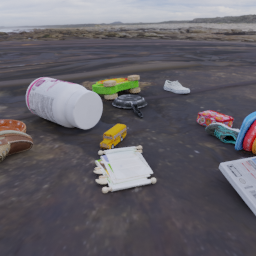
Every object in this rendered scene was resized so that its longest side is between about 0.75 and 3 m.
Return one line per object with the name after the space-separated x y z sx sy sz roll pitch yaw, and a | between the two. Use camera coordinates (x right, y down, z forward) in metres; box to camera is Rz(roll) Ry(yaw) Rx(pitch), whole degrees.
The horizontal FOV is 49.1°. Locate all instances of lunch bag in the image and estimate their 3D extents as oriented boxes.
3.456 -0.319 10.982 1.086 0.505 1.233 -10 24 -34 | lunch bag

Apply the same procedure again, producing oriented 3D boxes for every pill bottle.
-2.502 -0.972 10.944 2.958 1.677 1.677 18 28 37 | pill bottle

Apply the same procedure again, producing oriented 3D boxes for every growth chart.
-0.162 1.067 7.918 1.648 0.202 2.277 -4 23 -9 | growth chart

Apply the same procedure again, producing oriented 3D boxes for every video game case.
3.618 1.283 6.877 2.226 0.201 1.594 -7 38 -16 | video game case

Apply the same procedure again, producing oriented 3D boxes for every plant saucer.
-4.684 0.206 9.855 2.103 0.339 2.103 0 21 0 | plant saucer

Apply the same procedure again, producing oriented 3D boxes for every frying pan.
0.004 -1.099 13.025 1.685 0.453 2.785 3 19 8 | frying pan

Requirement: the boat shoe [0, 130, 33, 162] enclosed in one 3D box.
-3.936 0.682 8.150 2.438 0.923 0.875 -7 50 -40 | boat shoe

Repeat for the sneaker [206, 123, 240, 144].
3.289 0.206 9.657 1.369 0.531 0.625 15 30 35 | sneaker

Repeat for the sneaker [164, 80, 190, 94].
2.697 -2.314 15.659 1.684 0.596 0.615 19 29 39 | sneaker

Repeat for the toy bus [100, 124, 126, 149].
-0.484 0.290 9.441 0.398 0.479 1.223 10 24 24 | toy bus

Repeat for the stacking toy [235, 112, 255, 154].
4.490 0.517 8.314 1.297 1.227 2.235 -25 43 -34 | stacking toy

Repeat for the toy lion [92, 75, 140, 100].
-0.867 -2.381 15.665 2.694 0.965 2.811 12 24 43 | toy lion
